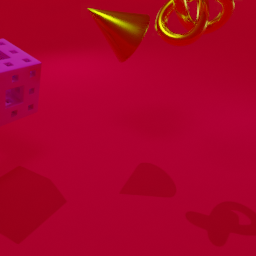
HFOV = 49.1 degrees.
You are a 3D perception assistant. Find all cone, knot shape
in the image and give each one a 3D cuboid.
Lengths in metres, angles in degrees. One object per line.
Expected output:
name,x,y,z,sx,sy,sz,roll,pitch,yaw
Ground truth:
cone,-0.355,-2.217,5.990,1.182,1.178,1.178,27,22,-24
knot shape,1.104,-2.095,5.084,1.424,1.332,0.658,39,6,-22

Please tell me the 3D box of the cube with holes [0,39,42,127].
cube with holes,-2.705,-0.926,5.730,1.223,1.223,1.223,33,38,20
